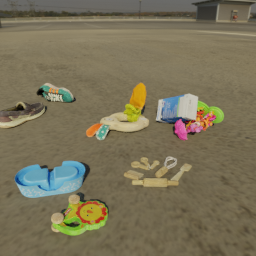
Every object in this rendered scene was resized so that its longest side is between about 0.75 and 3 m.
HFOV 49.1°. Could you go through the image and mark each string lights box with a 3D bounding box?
[{"bbox_3d":[1.755,-0.685,10.250,0.486,0.848,1.650,13,-9,-31],"label":"string lights box"}]

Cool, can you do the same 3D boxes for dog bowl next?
[{"bbox_3d":[-1.970,1.332,7.246,1.743,0.432,0.972,-7,25,-13],"label":"dog bowl"}]

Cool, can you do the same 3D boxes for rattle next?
[{"bbox_3d":[-0.353,-0.594,10.130,2.300,1.643,1.497,-6,39,-25],"label":"rattle"}]

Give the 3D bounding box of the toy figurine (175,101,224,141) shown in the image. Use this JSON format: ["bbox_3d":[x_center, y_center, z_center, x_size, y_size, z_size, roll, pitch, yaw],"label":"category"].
[{"bbox_3d":[2.315,-0.120,9.732,1.581,1.187,1.455,4,33,39],"label":"toy figurine"}]

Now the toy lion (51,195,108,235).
[{"bbox_3d":[-0.989,1.939,6.120,1.005,0.360,1.048,17,29,17],"label":"toy lion"}]

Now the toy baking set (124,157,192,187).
[{"bbox_3d":[0.866,1.172,7.833,1.913,0.223,1.468,2,25,5],"label":"toy baking set"}]

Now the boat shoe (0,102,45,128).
[{"bbox_3d":[-4.221,-0.696,11.270,0.820,0.739,2.279,13,28,25],"label":"boat shoe"}]

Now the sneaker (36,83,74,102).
[{"bbox_3d":[-3.486,-1.528,13.288,1.981,0.707,0.791,19,48,29],"label":"sneaker"}]
